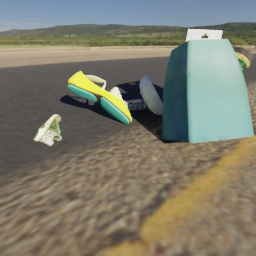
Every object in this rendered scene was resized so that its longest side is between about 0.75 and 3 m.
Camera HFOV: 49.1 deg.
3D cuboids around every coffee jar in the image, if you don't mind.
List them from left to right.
[{"bbox_3d":[2.934,-1.647,8.280,0.692,1.621,0.845,33,2,-38],"label":"coffee jar"}]

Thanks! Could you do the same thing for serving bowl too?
[{"bbox_3d":[0.742,-1.007,9.131,0.469,1.426,1.426,-28,18,6],"label":"serving bowl"}]

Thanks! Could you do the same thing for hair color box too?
[{"bbox_3d":[0.127,-0.799,9.881,0.983,0.297,0.491,-8,20,-23],"label":"hair color box"}]

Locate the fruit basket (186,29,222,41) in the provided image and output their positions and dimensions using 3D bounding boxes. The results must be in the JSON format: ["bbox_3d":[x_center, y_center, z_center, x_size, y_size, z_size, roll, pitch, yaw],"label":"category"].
[{"bbox_3d":[2.140,-1.819,9.118,1.257,2.681,2.483,21,27,35],"label":"fruit basket"}]

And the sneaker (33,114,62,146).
[{"bbox_3d":[-1.887,0.101,6.983,0.555,0.482,1.253,41,25,-10],"label":"sneaker"}]

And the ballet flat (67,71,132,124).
[{"bbox_3d":[-0.720,-0.993,8.273,2.258,0.754,0.757,31,70,8],"label":"ballet flat"}]

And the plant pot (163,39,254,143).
[{"bbox_3d":[1.722,-0.854,6.555,1.548,2.192,1.549,-5,2,-15],"label":"plant pot"}]
